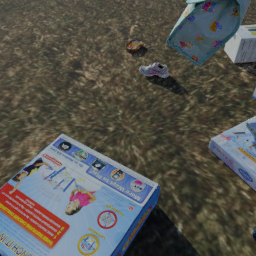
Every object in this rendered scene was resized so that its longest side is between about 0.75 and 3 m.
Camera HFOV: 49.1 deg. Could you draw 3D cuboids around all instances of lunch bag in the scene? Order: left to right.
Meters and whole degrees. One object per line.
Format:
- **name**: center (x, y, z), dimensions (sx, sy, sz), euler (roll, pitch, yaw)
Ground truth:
- **lunch bag**: center (2.592, -3.517, 8.037), dimensions (1.677, 2.751, 2.343), euler (34, 67, -4)

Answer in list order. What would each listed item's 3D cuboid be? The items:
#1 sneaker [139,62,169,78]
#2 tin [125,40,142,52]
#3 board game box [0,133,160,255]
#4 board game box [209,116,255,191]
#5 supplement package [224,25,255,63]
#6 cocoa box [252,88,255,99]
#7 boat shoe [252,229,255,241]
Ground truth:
- **sneaker**: center (0.989, -2.234, 10.479), dimensions (1.138, 0.502, 0.463), euler (6, 45, 6)
- **tin**: center (0.252, -3.514, 12.001), dimensions (0.507, 0.189, 0.905), euler (20, 48, 25)
- **board game box**: center (-1.286, 1.823, 6.187), dimensions (2.960, 0.827, 2.899), euler (25, 51, 23)
- **board game box**: center (3.744, 0.675, 7.605), dimensions (2.145, 0.442, 2.150), euler (-23, 49, -21)
- **supplement package**: center (4.846, -3.387, 11.222), dimensions (1.433, 1.079, 1.087), euler (-5, 45, -5)
- **cocoa box**: center (5.297, -1.364, 9.111), dimensions (1.833, 1.203, 1.222), euler (-18, 48, -17)
- **boat shoe**: center (3.083, 2.580, 5.629), dimensions (0.450, 0.551, 1.310), euler (-26, 48, -33)
